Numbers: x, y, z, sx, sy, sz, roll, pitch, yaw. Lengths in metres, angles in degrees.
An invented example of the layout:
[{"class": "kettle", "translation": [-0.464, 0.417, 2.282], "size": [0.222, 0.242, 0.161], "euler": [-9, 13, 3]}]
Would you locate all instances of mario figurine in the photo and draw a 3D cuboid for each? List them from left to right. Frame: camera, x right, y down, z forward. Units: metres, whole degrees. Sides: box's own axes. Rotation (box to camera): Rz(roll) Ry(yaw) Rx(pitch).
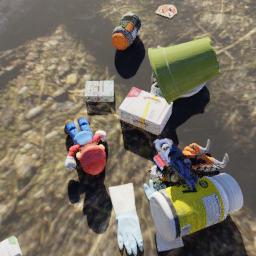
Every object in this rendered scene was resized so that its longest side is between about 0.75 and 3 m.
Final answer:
[{"class": "mario figurine", "translation": [-1.557, 0.768, 10.321], "size": [1.559, 1.339, 2.525], "euler": [-44, 48, 14]}]

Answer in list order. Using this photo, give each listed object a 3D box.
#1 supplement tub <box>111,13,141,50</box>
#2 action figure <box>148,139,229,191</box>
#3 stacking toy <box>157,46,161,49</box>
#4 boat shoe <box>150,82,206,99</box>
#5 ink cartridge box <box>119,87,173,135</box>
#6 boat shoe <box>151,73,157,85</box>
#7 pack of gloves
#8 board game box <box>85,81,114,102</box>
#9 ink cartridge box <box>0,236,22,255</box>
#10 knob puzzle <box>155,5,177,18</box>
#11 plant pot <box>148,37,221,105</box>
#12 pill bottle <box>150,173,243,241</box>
[{"class": "supplement tub", "translation": [-0.106, -4.722, 13.770], "size": [1.072, 1.072, 1.750], "euler": [19, 58, 12]}, {"class": "action figure", "translation": [1.999, 1.390, 9.480], "size": [2.620, 1.417, 2.709], "euler": [-15, 32, -4]}, {"class": "stacking toy", "translation": [1.560, -2.979, 12.610], "size": [1.221, 1.106, 0.516], "euler": [38, 72, 23]}, {"class": "boat shoe", "translation": [2.209, -1.892, 11.950], "size": [2.804, 0.899, 1.033], "euler": [-21, 59, -14]}, {"class": "ink cartridge box", "translation": [0.721, -0.695, 11.228], "size": [1.797, 0.749, 1.304], "euler": [23, 59, 15]}, {"class": "boat shoe", "translation": [1.258, -2.339, 12.420], "size": [0.449, 0.383, 1.343], "euler": [3, 70, 10]}, {"class": "pack of gloves", "translation": [0.532, 2.766, 9.070], "size": [1.989, 0.467, 2.368], "euler": [-9, 56, -7]}, {"class": "board game box", "translation": [-1.219, -1.583, 12.062], "size": [1.200, 0.386, 0.885], "euler": [0, 55, -2]}, {"class": "ink cartridge box", "translation": [-3.723, 3.766, 8.448], "size": [0.826, 0.361, 0.600], "euler": [-25, 59, -18]}, {"class": "knob puzzle", "translation": [2.214, -6.593, 15.584], "size": [1.217, 0.169, 1.217], "euler": [0, 56, 0]}, {"class": "plant pot", "translation": [1.896, -1.969, 9.023], "size": [1.881, 1.980, 1.980], "euler": [-18, 54, 17]}, {"class": "pill bottle", "translation": [2.106, 2.352, 8.677], "size": [2.569, 1.468, 1.468], "euler": [-14, 57, -17]}]
